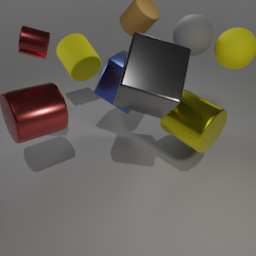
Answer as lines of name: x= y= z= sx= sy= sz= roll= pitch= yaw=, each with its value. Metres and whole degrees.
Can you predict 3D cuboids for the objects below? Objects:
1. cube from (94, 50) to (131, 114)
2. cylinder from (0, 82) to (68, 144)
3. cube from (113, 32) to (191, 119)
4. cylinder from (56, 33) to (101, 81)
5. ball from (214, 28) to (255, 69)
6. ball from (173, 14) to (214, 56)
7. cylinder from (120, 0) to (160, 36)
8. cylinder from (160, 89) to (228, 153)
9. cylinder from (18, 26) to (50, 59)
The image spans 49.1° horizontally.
cube: x=-0.093 y=-1.622 z=9.706 sx=1.400 sy=1.400 sz=1.400 roll=32 pitch=32 yaw=2
cylinder: x=-2.578 y=-0.434 z=7.716 sx=1.400 sy=1.400 sz=1.400 roll=-20 pitch=37 yaw=-32
cube: x=0.541 y=-1.214 z=6.883 sx=1.400 sy=1.400 sz=1.400 roll=15 pitch=75 yaw=-6
cylinder: x=-2.031 y=-2.912 z=11.606 sx=1.400 sy=1.400 sz=1.400 roll=-21 pitch=65 yaw=-30
ball: x=3.753 y=-2.769 z=9.796 sx=1.400 sy=1.400 sz=1.400 roll=0 pitch=32 yaw=0
ball: x=2.291 y=-3.247 z=9.841 sx=1.400 sy=1.400 sz=1.400 roll=0 pitch=32 yaw=0
cylinder: x=0.547 y=-5.266 z=13.293 sx=1.400 sy=1.400 sz=1.400 roll=19 pitch=55 yaw=-30
cylinder: x=1.908 y=-0.217 z=8.184 sx=1.400 sy=1.400 sz=1.400 roll=-27 pitch=49 yaw=-36
cylinder: x=-2.429 y=-2.210 z=7.272 sx=0.700 sy=0.700 sz=0.700 roll=10 pitch=28 yaw=-19
